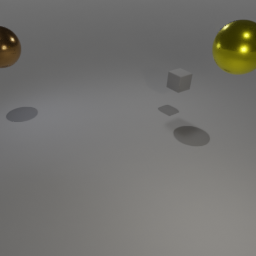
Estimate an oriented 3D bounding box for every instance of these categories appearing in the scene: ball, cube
[{"bbox_3d":[-4.362,-2.739,9.494,1.400,1.400,1.400,0,29,0],"label":"ball"},{"bbox_3d":[2.083,-1.935,11.376,0.700,0.700,0.700,-21,40,-32],"label":"cube"},{"bbox_3d":[2.948,-2.113,7.390,1.400,1.400,1.400,0,29,0],"label":"ball"}]
